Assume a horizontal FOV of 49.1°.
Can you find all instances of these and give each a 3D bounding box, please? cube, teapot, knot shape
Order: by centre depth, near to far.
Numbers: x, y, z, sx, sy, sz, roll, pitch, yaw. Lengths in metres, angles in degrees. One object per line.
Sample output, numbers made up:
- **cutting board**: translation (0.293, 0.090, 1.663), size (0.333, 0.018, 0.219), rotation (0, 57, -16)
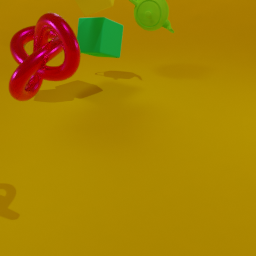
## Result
- **knot shape**: translation (-0.988, -0.897, 3.355), size (1.081, 0.534, 1.155), rotation (-11, 63, 40)
- **cube**: translation (-0.940, -3.798, 7.599), size (0.908, 0.908, 0.908), rotation (-10, 52, 22)
- **cube**: translation (-0.915, -2.910, 9.101), size (1.067, 1.067, 1.067), rotation (12, 10, 32)
- **teapot**: translation (0.848, -4.046, 9.954), size (2.056, 1.278, 1.007), rotation (35, 30, -5)
